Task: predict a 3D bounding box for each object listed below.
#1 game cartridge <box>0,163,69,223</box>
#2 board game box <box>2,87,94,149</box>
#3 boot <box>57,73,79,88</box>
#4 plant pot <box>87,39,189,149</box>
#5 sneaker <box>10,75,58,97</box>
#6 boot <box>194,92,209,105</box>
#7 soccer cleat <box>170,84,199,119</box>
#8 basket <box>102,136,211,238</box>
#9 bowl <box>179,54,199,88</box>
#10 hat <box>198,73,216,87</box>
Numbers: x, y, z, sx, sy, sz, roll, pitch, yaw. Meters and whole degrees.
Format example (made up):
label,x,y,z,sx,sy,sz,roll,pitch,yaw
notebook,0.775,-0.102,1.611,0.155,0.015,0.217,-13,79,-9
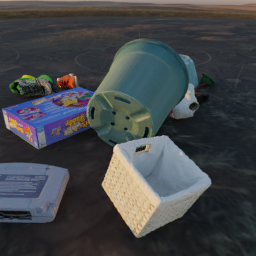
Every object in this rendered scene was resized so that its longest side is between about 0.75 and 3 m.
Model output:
label,x,y,z,sx,sy,sz,roll,pitch,yaw
game cartridge,-2.475,1.291,5.886,2.285,0.467,1.521,1,30,2
board game box,-2.155,-0.481,9.130,2.008,0.669,2.986,24,35,39
boot,-2.629,-1.965,12.332,0.850,0.595,1.585,-17,25,-20
plant pot,0.213,-0.864,7.997,2.554,2.554,2.502,10,40,20
sneaker,-3.801,-1.581,11.340,2.302,0.898,0.981,6,33,31
boot,2.461,-1.289,11.090,1.152,0.395,1.085,19,33,35
soccer cleat,2.158,-0.937,10.004,0.850,0.760,2.192,7,34,23
basket,0.472,1.019,5.143,1.358,1.102,1.370,-9,43,-39
bowl,2.086,-2.649,12.875,2.372,1.241,2.372,-1,27,1
hat,3.434,-1.979,12.814,0.922,0.811,0.763,31,11,-31
